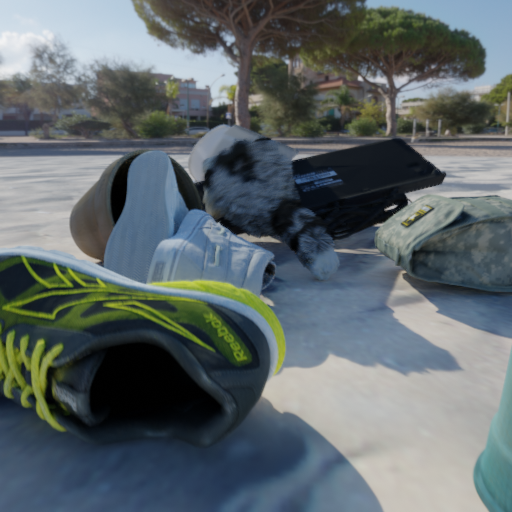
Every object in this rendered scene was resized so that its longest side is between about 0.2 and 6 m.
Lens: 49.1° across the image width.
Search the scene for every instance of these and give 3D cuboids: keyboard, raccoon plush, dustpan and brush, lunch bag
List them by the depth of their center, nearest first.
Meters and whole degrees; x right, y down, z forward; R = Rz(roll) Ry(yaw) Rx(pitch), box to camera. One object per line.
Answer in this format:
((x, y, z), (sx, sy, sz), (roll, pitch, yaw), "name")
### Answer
((2.769, -0.218, 7.735), (2.050, 1.206, 1.682), (-3, 12, -2), "lunch bag")
((0.006, -0.531, 8.767), (1.326, 2.740, 1.836), (-24, -11, -12), "raccoon plush")
((1.242, -0.992, 10.580), (4.594, 0.910, 2.391), (-15, 41, -12), "keyboard")
((-0.843, -1.675, 11.645), (2.099, 3.008, 0.861), (10, 46, -47), "dustpan and brush")

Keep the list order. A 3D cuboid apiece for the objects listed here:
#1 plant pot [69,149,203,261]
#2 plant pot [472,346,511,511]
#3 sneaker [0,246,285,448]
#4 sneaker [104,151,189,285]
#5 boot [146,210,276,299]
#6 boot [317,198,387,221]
((-2.009, -0.568, 8.668), (1.584, 1.825, 1.825), (-11, 4, 38), "plant pot")
((1.991, 0.742, 3.047), (1.421, 1.392, 1.421), (0, 14, 0), "plant pot")
((-1.377, 0.626, 4.061), (3.127, 1.165, 1.323), (1, 13, 7), "sneaker")
((-1.354, -0.159, 7.770), (0.869, 1.364, 2.360), (-3, 54, 12), "sneaker")
((-0.422, 0.132, 7.193), (1.345, 1.035, 2.815), (12, 17, 1), "boot")
((0.999, -1.372, 13.085), (3.265, 1.208, 2.676), (-6, 12, -15), "boot")
